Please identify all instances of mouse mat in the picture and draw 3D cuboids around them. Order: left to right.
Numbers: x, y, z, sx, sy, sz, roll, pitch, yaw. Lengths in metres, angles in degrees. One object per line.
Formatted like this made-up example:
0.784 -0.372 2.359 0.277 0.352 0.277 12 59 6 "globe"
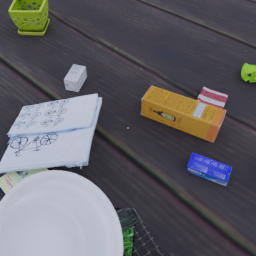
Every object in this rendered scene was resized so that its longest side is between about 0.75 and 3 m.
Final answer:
-0.829 2.612 6.701 1.973 0.074 1.587 5 50 3 "mouse mat"

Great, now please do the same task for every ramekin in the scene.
-1.363 2.074 4.952 2.396 1.168 2.396 24 48 -29 "ramekin"

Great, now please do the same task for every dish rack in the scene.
0.070 2.650 6.177 1.317 0.468 1.717 -25 69 -28 "dish rack"

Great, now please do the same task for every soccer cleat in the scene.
5.267 -1.984 10.090 2.246 0.758 0.910 9 50 11 "soccer cleat"

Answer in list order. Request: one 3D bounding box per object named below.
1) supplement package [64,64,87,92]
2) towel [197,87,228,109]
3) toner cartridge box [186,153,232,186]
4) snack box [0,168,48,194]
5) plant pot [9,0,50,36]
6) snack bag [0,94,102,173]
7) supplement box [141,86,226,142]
-1.872 -1.796 10.065 0.488 0.507 0.891 13 50 8 "supplement package"
2.806 -0.870 9.537 0.927 0.146 1.287 23 54 17 "towel"
2.245 1.138 7.798 1.137 0.245 0.540 21 55 17 "toner cartridge box"
-2.342 1.684 7.225 1.180 0.377 2.031 -39 60 -24 "snack box"
-4.141 -4.794 12.076 1.368 1.247 1.374 2 50 1 "plant pot"
-2.228 0.089 8.039 2.714 0.308 2.879 -7 41 11 "snack bag"
1.670 -0.478 8.767 2.488 0.828 0.856 21 53 16 "supplement box"
